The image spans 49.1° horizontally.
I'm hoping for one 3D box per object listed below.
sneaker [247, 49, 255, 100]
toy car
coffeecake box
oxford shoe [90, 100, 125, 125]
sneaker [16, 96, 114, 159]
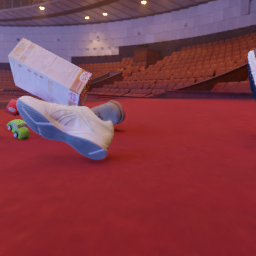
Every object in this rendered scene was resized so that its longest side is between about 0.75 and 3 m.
[{"bbox_3d":[2.579,-0.657,4.747,0.832,2.080,0.767,-16,-43,20],"label":"sneaker"},{"bbox_3d":[-2.287,-0.202,5.477,1.073,0.254,1.140,41,27,18],"label":"toy car"},{"bbox_3d":[-1.527,-0.958,5.602,1.445,0.528,1.109,28,-25,-4],"label":"coffeecake box"},{"bbox_3d":[-0.665,-0.253,6.783,0.636,0.599,1.700,-25,7,-31],"label":"oxford shoe"},{"bbox_3d":[-0.797,-0.084,3.659,1.320,0.529,0.464,27,-38,-3],"label":"sneaker"}]
